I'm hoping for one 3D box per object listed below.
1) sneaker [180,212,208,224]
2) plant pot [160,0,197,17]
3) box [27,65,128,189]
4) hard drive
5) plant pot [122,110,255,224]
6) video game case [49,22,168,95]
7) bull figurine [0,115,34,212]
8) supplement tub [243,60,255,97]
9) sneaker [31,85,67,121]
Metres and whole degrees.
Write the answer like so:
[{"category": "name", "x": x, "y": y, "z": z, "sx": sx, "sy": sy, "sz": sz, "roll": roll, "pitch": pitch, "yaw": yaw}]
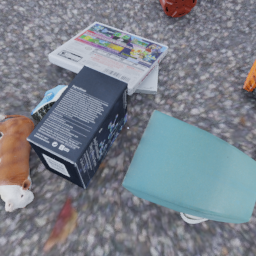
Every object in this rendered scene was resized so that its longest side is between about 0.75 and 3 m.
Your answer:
[{"category": "sneaker", "x": 2.302, "y": 1.695, "z": 6.752, "sx": 2.030, "sy": 1.168, "sz": 0.766, "roll": -16, "pitch": 58, "yaw": -9}, {"category": "plant pot", "x": 1.768, "y": -5.216, "z": 10.491, "sx": 1.697, "sy": 1.697, "sz": 1.651, "roll": -8, "pitch": 69, "yaw": -4}, {"category": "box", "x": -1.130, "y": -0.001, "z": 7.331, "sx": 1.333, "sy": 1.848, "sz": 2.490, "roll": 24, "pitch": 64, "yaw": 12}, {"category": "hard drive", "x": 0.508, "y": -1.792, "z": 9.288, "sx": 0.963, "sy": 0.195, "sz": 1.460, "roll": 5, "pitch": 61, "yaw": 2}, {"category": "plant pot", "x": 1.374, "y": 0.973, "z": 5.763, "sx": 2.315, "sy": 1.637, "sz": 1.636, "roll": 19, "pitch": 74, "yaw": 18}, {"category": "video game case", "x": -0.554, "y": -2.409, "z": 9.154, "sx": 2.968, "sy": 0.341, "sz": 2.705, "roll": 24, "pitch": 50, "yaw": 17}, {"category": "bull figurine", "x": -3.248, "y": 0.833, "z": 7.299, "sx": 1.705, "sy": 0.914, "sz": 2.808, "roll": 11, "pitch": 52, "yaw": -23}, {"category": "supplement tub", "x": 4.935, "y": -1.246, "z": 8.179, "sx": 2.645, "sy": 1.620, "sz": 1.620, "roll": 25, "pitch": 64, "yaw": 12}, {"category": "sneaker", "x": -2.383, "y": -0.789, "z": 8.624, "sx": 0.675, "sy": 0.589, "sz": 1.502, "roll": 25, "pitch": 58, "yaw": 33}]
